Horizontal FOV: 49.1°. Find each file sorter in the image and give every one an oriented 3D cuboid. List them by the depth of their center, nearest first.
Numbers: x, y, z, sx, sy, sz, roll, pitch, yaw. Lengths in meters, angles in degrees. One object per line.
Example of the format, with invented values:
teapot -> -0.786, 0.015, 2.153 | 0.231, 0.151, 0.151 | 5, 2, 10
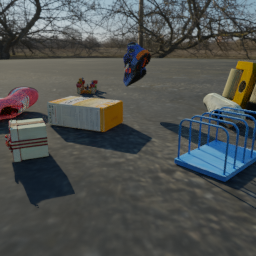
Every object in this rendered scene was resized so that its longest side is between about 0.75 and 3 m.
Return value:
file sorter -> 2.099, 0.238, 6.321 | 1.792, 1.100, 1.244 | -16, 23, -41

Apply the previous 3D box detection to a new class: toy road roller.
toy road roller -> 5.087, -1.270, 10.279 | 2.143, 1.804, 2.935 | 12, 15, -12

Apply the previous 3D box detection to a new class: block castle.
block castle -> -2.230, -2.353, 15.313 | 1.042, 0.731, 1.559 | 0, 17, 0

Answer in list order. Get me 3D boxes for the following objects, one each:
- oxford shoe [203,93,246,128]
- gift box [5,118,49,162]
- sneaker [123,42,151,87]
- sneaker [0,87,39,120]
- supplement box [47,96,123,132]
oxford shoe -> 3.089, -0.619, 9.677 | 0.714, 0.930, 2.474 | -33, 18, 2
gift box -> -2.464, 0.187, 6.741 | 0.921, 0.986, 0.910 | -9, 14, -22
sneaker -> 0.212, -2.355, 10.416 | 0.853, 0.889, 2.266 | -29, -14, -23
sneaker -> -4.155, -0.781, 10.334 | 1.125, 0.956, 2.593 | 21, 31, 24
supplement box -> -1.393, -0.521, 9.262 | 2.135, 0.785, 1.346 | 7, 18, 23
